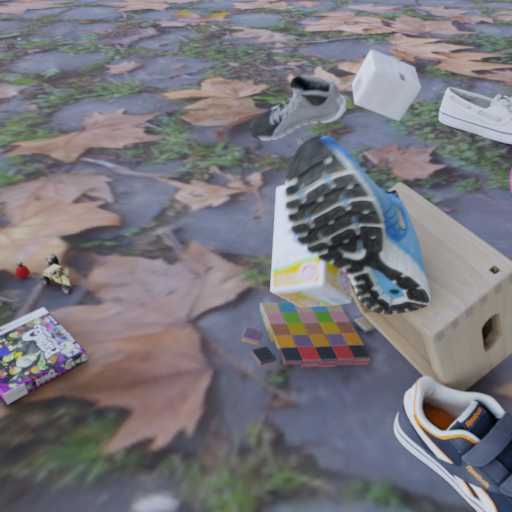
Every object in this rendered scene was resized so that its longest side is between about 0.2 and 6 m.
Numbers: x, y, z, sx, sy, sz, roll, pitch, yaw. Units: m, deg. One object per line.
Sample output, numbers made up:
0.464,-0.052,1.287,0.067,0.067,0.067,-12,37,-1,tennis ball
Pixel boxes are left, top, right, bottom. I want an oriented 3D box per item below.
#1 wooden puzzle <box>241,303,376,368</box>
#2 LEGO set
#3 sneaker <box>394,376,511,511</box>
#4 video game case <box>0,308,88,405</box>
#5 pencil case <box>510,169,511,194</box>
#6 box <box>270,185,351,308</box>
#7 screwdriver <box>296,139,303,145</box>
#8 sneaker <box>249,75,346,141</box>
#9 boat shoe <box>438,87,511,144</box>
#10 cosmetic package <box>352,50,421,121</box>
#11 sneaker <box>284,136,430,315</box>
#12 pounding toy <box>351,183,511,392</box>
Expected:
0.706,0.981,7.151,1.919,0.135,1.138,1,32,-17,wooden puzzle
-3.781,0.396,7.740,1.502,0.655,2.312,25,42,31,LEGO set
2.277,1.955,5.432,2.033,0.807,0.797,30,43,33,sneaker
-2.859,1.200,6.992,1.048,0.207,1.157,-28,44,-34,video game case
5.692,-1.124,9.492,2.480,1.162,1.125,2,76,6,pencil case
0.602,-0.120,5.895,0.610,0.677,1.203,-9,65,32,box
1.546,-1.604,10.809,0.447,0.429,3.072,17,24,-32,screwdriver
0.595,-2.684,9.792,1.810,1.045,0.679,-15,64,16,sneaker
5.458,-3.203,12.640,2.649,0.870,0.953,30,45,35,boat shoe
1.931,-2.546,8.383,0.767,0.633,0.632,16,44,-13,cosmetic package
0.923,-0.324,5.043,0.786,2.006,0.902,-15,43,31,sneaker
2.129,0.335,6.718,1.564,2.200,2.026,-38,48,-4,pounding toy
